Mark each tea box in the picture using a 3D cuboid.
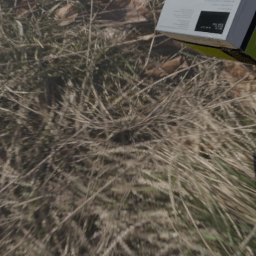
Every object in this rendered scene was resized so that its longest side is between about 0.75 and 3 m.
[{"bbox_3d":[2.158,-2.417,6.375,2.007,1.363,2.040,11,14,-42],"label":"tea box"}]
